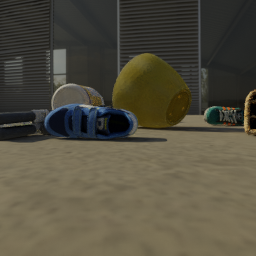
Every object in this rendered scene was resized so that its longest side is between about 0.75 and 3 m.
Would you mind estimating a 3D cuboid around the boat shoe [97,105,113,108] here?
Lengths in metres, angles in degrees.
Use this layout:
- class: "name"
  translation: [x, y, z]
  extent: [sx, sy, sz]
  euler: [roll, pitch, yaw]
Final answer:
- class: "boat shoe"
  translation: [-1.391, -0.754, 14.394]
  extent: [2.420, 0.869, 0.818]
  euler: [-5, 51, -44]

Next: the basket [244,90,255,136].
- class: "basket"
  translation: [4.296, -0.534, 7.600]
  extent: [2.051, 1.464, 1.528]
  euler: [1, 3, 28]

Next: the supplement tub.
- class: "supplement tub"
  translation: [-2.580, -1.270, 15.240]
  extent: [2.050, 2.050, 2.819]
  euler: [1, 3, 15]

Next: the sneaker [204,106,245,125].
- class: "sneaker"
  translation: [4.703, -0.570, 12.900]
  extent: [2.543, 0.908, 1.016]
  euler: [0, -1, -28]

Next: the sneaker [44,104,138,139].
- class: "sneaker"
  translation: [-0.855, -0.152, 6.662]
  extent: [2.295, 0.848, 0.944]
  euler: [-1, 6, -5]

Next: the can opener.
- class: "can opener"
  translation: [-2.501, -0.132, 7.438]
  extent: [0.863, 0.688, 2.581]
  euler: [-1, 4, 10]

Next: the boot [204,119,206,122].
- class: "boot"
  translation: [5.742, -0.567, 16.814]
  extent: [1.742, 0.758, 2.094]
  euler: [-13, 8, -6]

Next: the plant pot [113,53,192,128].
- class: "plant pot"
  translation: [1.176, -1.161, 10.896]
  extent: [2.948, 2.948, 2.092]
  euler: [-4, 28, -46]

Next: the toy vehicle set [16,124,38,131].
- class: "toy vehicle set"
  translation: [-2.876, -0.020, 9.580]
  extent: [1.563, 0.207, 0.971]
  euler: [0, 3, -2]

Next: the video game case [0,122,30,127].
- class: "video game case"
  translation: [-5.292, -0.100, 10.430]
  extent: [2.494, 0.285, 2.270]
  euler: [1, 3, 3]
